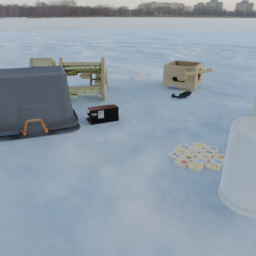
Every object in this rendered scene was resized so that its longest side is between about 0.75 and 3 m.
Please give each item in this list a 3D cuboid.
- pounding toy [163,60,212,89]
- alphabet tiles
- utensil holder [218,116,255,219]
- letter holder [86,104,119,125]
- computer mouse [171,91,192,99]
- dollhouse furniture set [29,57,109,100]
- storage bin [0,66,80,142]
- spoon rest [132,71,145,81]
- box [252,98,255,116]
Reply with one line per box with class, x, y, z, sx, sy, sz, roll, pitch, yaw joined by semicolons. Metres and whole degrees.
pounding toy;2.572;-2.166;12.156;2.062;1.074;2.347;12;26;25
alphabet tiles;1.698;0.675;6.868;1.285;0.096;1.314;16;28;32
utensil holder;2.391;0.681;5.114;1.268;1.493;1.268;-1;24;0
letter holder;-0.856;-0.492;9.083;0.952;0.479;0.676;-9;24;-21
computer mouse;2.158;-1.324;11.386;0.824;0.190;0.578;-26;31;-33
dollhouse furniture set;-2.284;-1.832;11.674;2.811;1.563;2.486;-1;-1;-1
storage bin;-2.822;-0.789;8.160;2.635;1.770;1.918;-8;25;-16
spoon rest;0.473;-2.526;13.843;0.687;0.419;1.383;4;5;9
box;4.708;-0.153;7.182;1.577;1.344;2.467;-13;27;-27
